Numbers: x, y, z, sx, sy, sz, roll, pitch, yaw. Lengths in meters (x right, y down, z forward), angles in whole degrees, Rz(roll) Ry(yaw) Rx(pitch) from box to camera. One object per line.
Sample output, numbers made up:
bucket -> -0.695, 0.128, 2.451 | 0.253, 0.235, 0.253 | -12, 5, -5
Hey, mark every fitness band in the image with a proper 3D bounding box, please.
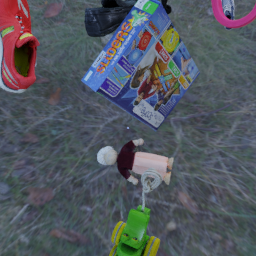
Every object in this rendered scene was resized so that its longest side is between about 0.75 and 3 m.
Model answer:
fitness band -> 2.607, -3.307, 6.630 | 0.337, 1.293, 1.800 | -9, 94, -45

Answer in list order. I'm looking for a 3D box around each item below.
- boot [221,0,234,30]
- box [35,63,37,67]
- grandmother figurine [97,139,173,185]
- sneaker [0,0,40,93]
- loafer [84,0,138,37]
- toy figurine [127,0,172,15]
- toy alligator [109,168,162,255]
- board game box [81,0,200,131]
boot -> 2.811, -3.284, 7.841 | 0.366, 0.454, 1.006 | -9, 97, 21
box -> -3.730, -2.041, 7.353 | 2.196, 1.113, 1.235 | -21, 41, -20
grandmother figurine -> 0.123, 0.655, 5.611 | 1.511, 0.457, 0.916 | 10, 78, 9
sneaker -> -2.193, -1.860, 5.783 | 0.951, 0.863, 2.241 | -3, 91, 40
loafer -> -0.377, -3.403, 8.083 | 0.838, 0.867, 2.469 | 12, 41, 30
toy figurine -> 0.445, -3.866, 6.829 | 2.297, 1.623, 2.333 | 42, 85, 1
toy alligator -> 0.065, 1.581, 3.861 | 0.640, 2.157, 0.585 | 18, 26, 20
board game box -> 0.458, -1.060, 5.713 | 0.456, 2.644, 1.790 | 39, 94, 31
